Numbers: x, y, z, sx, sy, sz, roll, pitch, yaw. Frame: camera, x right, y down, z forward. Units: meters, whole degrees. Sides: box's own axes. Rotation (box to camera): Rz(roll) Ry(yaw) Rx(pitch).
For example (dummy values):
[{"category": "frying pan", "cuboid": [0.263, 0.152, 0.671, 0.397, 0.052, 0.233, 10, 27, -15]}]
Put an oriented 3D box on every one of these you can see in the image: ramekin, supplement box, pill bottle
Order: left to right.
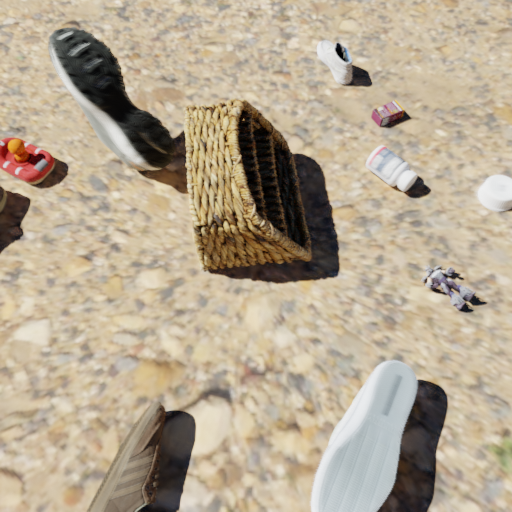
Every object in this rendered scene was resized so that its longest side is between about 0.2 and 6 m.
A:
[{"category": "supplement box", "cuboid": [3.164, -3.425, 13.495, 0.675, 0.289, 0.373, -25, 62, -14]}, {"category": "pill bottle", "cuboid": [3.012, -1.911, 12.404, 0.621, 0.621, 1.038, -40, 69, -21]}, {"category": "ramekin", "cuboid": [5.306, -1.389, 12.237, 0.787, 0.384, 0.787, 0, 59, 0]}]

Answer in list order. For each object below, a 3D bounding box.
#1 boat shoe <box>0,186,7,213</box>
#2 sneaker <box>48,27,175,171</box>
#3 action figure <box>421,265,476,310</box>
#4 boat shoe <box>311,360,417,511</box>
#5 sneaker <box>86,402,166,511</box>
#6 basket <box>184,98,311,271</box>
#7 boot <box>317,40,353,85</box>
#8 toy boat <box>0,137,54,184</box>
[{"category": "boat shoe", "cuboid": [-5.944, -0.754, 11.614, 0.812, 0.799, 2.180, 5, 60, 3]}, {"category": "sneaker", "cuboid": [-3.216, -3.150, 11.839, 1.253, 1.344, 3.390, -48, 114, -31]}, {"category": "action figure", "cuboid": [3.767, 0.543, 11.109, 0.713, 0.380, 1.096, -39, 63, -14]}, {"category": "boat shoe", "cuboid": [1.791, 3.146, 9.198, 1.106, 1.004, 3.008, 35, 61, 8]}, {"category": "sneaker", "cuboid": [-1.953, 3.604, 9.186, 0.891, 0.830, 2.358, 32, 62, -8]}, {"category": "basket", "cuboid": [-0.163, -1.588, 11.251, 2.376, 2.277, 3.190, -5, 60, -2]}, {"category": "boot", "cuboid": [2.045, -5.153, 14.241, 0.588, 0.764, 1.599, -20, 61, -11]}, {"category": "toy boat", "cuboid": [-5.234, -2.250, 12.454, 1.345, 0.879, 0.878, 25, 62, 14]}]
